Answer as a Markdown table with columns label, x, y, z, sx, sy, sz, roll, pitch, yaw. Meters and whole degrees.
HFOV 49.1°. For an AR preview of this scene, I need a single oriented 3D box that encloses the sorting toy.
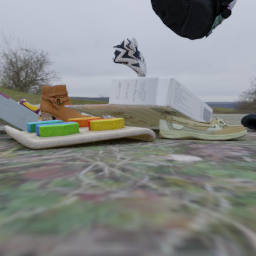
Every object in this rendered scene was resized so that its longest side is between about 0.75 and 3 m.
| label | x | y | z | sx | sy | sz | roll | pitch | yaw |
| --- | --- | --- | --- | --- | --- | --- | --- | --- | --- |
| sorting toy | -0.842 | 0.015 | 4.493 | 1.985 | 0.362 | 1.837 | -2 | 4 | -29 |

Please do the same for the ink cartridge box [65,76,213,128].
| label | x | y | z | sx | sy | sz | roll | pitch | yaw |
| --- | --- | --- | --- | --- | --- | --- | --- | --- | --- |
| ink cartridge box | 0.363 | -0.439 | 6.112 | 2.291 | 0.581 | 2.600 | 3 | -7 | 31 |

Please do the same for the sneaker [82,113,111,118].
| label | x | y | z | sx | sy | sz | roll | pitch | yaw |
| --- | --- | --- | --- | --- | --- | --- | --- | --- | --- |
| sneaker | -1.022 | -0.522 | 11.815 | 0.888 | 0.755 | 2.007 | 13 | 16 | 27 |

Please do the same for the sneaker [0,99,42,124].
| label | x | y | z | sx | sy | sz | roll | pitch | yaw |
| --- | --- | --- | --- | --- | --- | --- | --- | --- | --- |
| sneaker | -4.046 | -0.612 | 10.274 | 2.029 | 0.914 | 0.760 | -1 | 4 | -19 |

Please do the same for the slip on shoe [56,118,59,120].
| label | x | y | z | sx | sy | sz | roll | pitch | yaw |
| --- | --- | --- | --- | --- | --- | --- | --- | --- | --- |
| slip on shoe | -3.161 | -0.423 | 12.136 | 0.396 | 0.327 | 1.069 | 2 | 5 | 11 |

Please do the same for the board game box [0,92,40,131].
| label | x | y | z | sx | sy | sz | roll | pitch | yaw |
| --- | --- | --- | --- | --- | --- | --- | --- | --- | --- |
| board game box | -2.771 | -0.375 | 6.212 | 1.101 | 0.480 | 1.493 | 37 | -18 | -33 |

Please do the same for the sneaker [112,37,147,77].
| label | x | y | z | sx | sy | sz | roll | pitch | yaw |
| --- | --- | --- | --- | --- | --- | --- | --- | --- | --- |
| sneaker | -0.013 | -2.261 | 9.498 | 0.981 | 1.507 | 0.602 | -6 | 43 | 28 |

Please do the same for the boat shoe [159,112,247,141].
| label | x | y | z | sx | sy | sz | roll | pitch | yaw |
| --- | --- | --- | --- | --- | --- | --- | --- | --- | --- |
| boat shoe | 1.221 | -0.038 | 4.666 | 1.410 | 0.444 | 0.514 | 1 | 4 | 20 |

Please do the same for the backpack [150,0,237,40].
| label | x | y | z | sx | sy | sz | roll | pitch | yaw |
| --- | --- | --- | --- | --- | --- | --- | --- | --- | --- |
| backpack | 1.545 | -2.847 | 6.206 | 2.053 | 1.713 | 1.300 | -40 | -5 | -40 |

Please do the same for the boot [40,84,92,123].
| label | x | y | z | sx | sy | sz | roll | pitch | yaw |
| --- | --- | --- | --- | --- | --- | --- | --- | --- | --- |
| boot | -1.950 | -0.731 | 8.904 | 1.701 | 1.316 | 0.627 | 0 | 3 | -7 |

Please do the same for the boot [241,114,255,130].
| label | x | y | z | sx | sy | sz | roll | pitch | yaw |
| --- | --- | --- | --- | --- | --- | --- | --- | --- | --- |
| boot | 3.115 | -0.114 | 6.905 | 0.995 | 0.396 | 1.208 | 1 | 7 | 41 |
